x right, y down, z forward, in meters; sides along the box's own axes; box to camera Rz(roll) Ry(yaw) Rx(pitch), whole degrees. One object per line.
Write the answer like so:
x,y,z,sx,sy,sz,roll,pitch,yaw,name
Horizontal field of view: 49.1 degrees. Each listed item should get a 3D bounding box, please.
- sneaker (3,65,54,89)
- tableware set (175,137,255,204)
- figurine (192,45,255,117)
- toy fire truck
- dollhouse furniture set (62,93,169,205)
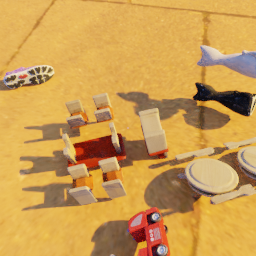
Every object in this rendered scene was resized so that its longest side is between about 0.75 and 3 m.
-3.396,-1.899,9.567,1.676,0.676,0.699,-12,46,-10,sneaker
2.761,1.157,7.155,2.842,0.570,1.879,-10,32,-16,tableware set
2.855,-1.443,8.207,1.867,1.913,0.824,18,37,28,figurine
0.093,2.824,5.536,1.677,0.579,2.377,-21,34,9,toy fire truck
-0.329,0.501,7.483,2.680,1.396,2.709,-13,54,2,dollhouse furniture set
